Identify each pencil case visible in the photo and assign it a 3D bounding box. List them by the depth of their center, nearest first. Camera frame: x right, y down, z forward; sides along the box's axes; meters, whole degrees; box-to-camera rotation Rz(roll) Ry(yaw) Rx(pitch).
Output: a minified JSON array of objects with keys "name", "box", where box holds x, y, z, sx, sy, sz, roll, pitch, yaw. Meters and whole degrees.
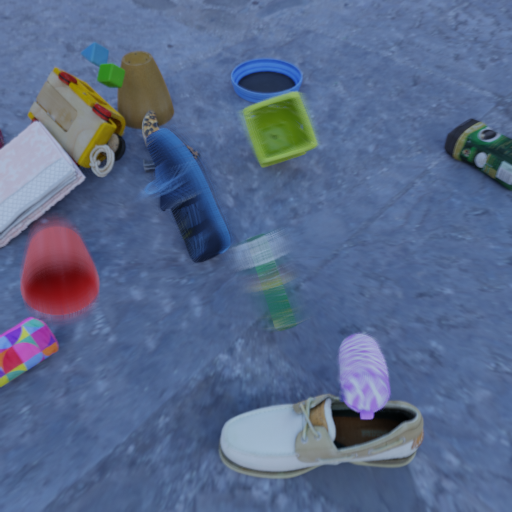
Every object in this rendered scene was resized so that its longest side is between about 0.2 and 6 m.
[{"name":"pencil case","box":[1.540,1.681,8.072,0.679,0.691,1.617,-10,11,11]},{"name":"pencil case","box":[-4.103,1.679,8.924,1.813,0.801,0.801,-33,55,-31]}]

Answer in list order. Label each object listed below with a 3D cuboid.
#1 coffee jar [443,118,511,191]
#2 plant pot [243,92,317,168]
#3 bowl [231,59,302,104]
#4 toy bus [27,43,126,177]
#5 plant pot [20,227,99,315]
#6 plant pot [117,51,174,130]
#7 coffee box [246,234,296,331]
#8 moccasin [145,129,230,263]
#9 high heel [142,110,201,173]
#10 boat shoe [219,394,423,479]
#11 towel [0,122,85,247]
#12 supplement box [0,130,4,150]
[{"name":"coffee jar","box":[5.319,-2.344,12.725,1.028,0.841,1.971,-32,55,-25]},{"name":"plant pot","box":[0.480,-2.731,12.537,1.300,1.185,1.306,-20,89,-4]},{"name":"bowl","box":[0.287,-4.782,15.368,1.941,0.381,1.941,0,46,0]},{"name":"toy bus","box":[-3.774,-2.909,12.758,2.829,1.549,2.998,-7,81,30]},{"name":"plant pot","box":[-3.024,0.157,8.584,1.135,1.135,1.004,-14,42,-13]},{"name":"plant pot","box":[-2.880,-4.234,14.041,1.457,1.564,1.457,-1,46,1]},{"name":"coffee box","box":[0.263,0.471,9.391,0.345,0.963,1.567,-19,80,3]},{"name":"moccasin","box":[-1.372,-1.077,10.409,0.885,1.044,2.595,-34,99,-26]},{"name":"high heel","box":[-1.988,-2.771,13.206,1.322,0.662,1.854,-7,62,0]},{"name":"boat shoe","box":[0.913,2.463,8.041,2.932,1.003,1.096,-4,47,-4]},{"name":"towel","box":[-5.025,-1.533,11.710,2.408,0.388,2.299,-41,56,-7]},{"name":"supplement box","box":[-6.328,-2.781,13.517,0.385,0.299,0.697,-16,48,-14]}]
